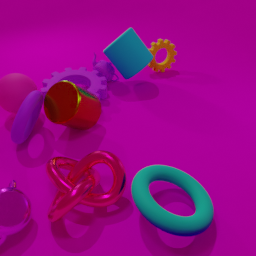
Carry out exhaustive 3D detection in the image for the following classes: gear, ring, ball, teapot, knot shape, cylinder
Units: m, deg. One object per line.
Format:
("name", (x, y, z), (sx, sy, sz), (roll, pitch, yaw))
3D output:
("gear", (-1.646, -1.215, 8.689), (1.984, 0.367, 1.984), (0, 43, 0))
("ring", (0.832, 1.292, 5.227), (1.607, 0.321, 1.607), (15, 31, -9))
("ball", (-3.069, -0.952, 7.760), (1.116, 1.116, 1.116), (0, 38, 0))
("teapot", (-2.222, 1.574, 5.054), (0.855, 0.673, 1.375), (22, 52, -28))
("gear", (1.190, -2.574, 9.996), (1.136, 1.136, 0.210), (-14, 32, -17))
("teapot", (-0.802, -2.004, 9.464), (0.614, 1.254, 0.780), (-55, 25, -9))
("ring", (-2.481, -0.268, 6.940), (0.283, 1.417, 1.417), (23, 38, -8))
("knot shape", (-0.813, 1.039, 5.501), (1.585, 0.783, 1.694), (-11, 34, 3))
("cylinder", (0.010, -2.372, 8.996), (1.179, 1.179, 1.179), (-37, 16, 13))
("cylinder", (-1.393, -0.542, 7.152), (1.076, 1.076, 1.076), (22, 0, 26))
